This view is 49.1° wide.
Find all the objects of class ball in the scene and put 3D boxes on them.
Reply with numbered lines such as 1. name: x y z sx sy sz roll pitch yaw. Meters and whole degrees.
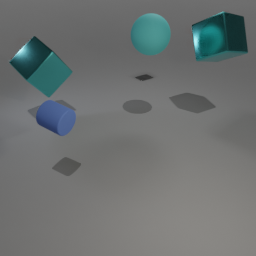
1. ball: 0.791 -3.273 9.844 1.400 1.400 1.400 0 30 0

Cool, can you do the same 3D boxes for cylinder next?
1. cylinder: -1.776 -0.250 6.943 0.700 0.700 0.700 24 36 19

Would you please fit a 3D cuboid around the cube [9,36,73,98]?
1. cube: -3.282 -2.305 10.664 1.400 1.400 1.400 -47 60 -2

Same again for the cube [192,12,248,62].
1. cube: 3.442 -3.344 10.522 1.400 1.400 1.400 -9 3 -39
